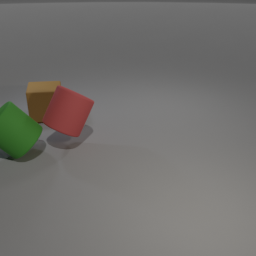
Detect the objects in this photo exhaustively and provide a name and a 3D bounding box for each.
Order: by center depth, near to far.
[{"bbox_3d":[-3.847,0.075,9.320,1.400,1.400,1.400,-34,29,22],"label":"cylinder"},{"bbox_3d":[-2.094,-0.591,9.870,1.400,1.400,1.400,25,4,-2],"label":"cylinder"},{"bbox_3d":[-3.600,-1.168,12.257,1.400,1.400,1.400,-5,28,-13],"label":"cube"}]
